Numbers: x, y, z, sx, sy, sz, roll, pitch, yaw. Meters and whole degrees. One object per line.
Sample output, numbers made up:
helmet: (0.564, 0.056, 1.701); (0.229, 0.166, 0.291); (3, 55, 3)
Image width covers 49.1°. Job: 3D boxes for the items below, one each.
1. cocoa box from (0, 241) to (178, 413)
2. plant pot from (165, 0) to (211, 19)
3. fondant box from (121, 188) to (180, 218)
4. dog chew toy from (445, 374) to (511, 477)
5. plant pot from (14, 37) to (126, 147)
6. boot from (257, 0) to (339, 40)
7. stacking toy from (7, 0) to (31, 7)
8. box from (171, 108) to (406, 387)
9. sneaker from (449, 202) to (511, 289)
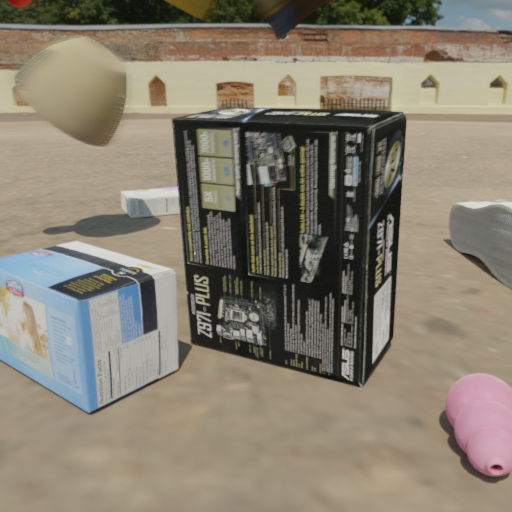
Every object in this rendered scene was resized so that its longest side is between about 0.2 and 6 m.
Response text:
cocoa box: (-1.606, 0.556, 5.147); (1.549, 1.033, 1.016); (13, 21, 37)
plant pot: (-0.957, -3.496, 6.450); (0.905, 0.911, 0.932); (33, 11, 15)
fondant box: (-2.057, -1.151, 11.904); (1.440, 0.419, 1.039); (-6, 18, -24)
dog chew toy: (1.641, 1.217, 3.991); (0.515, 0.515, 0.828); (3, 25, 11)
plant pot: (-2.690, -2.701, 8.738); (1.678, 1.126, 1.678); (39, 20, -17)
boot: (0.349, -2.711, 5.582); (1.045, 0.805, 2.156); (-32, 16, 4)
stacking toy: (-3.572, -3.725, 7.265); (0.582, 0.582, 1.363); (15, -4, 41)
box: (0.317, -0.177, 5.333); (1.894, 2.313, 0.996); (8, 23, 27)
sneaker: (4.082, -0.298, 7.868); (1.765, 1.125, 3.053); (-3, 16, 0)
